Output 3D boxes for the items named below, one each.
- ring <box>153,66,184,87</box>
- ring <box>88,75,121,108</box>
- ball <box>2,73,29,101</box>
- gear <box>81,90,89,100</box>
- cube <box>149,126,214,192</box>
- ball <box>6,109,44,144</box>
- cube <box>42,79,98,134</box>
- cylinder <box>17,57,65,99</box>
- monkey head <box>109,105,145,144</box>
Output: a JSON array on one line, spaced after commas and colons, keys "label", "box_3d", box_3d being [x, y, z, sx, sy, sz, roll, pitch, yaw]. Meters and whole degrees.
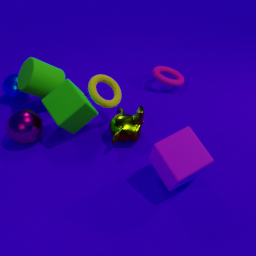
[{"label": "ring", "box_3d": [1.561, -2.002, 10.815, 1.286, 0.257, 1.286, 13, 36, -10]}, {"label": "ring", "box_3d": [-0.703, -1.140, 8.651, 1.131, 0.226, 1.131, 16, 59, -29]}, {"label": "ball", "box_3d": [-3.995, -1.471, 10.065, 0.966, 0.966, 0.966, 0, 39, 0]}, {"label": "gear", "box_3d": [-2.081, -0.958, 9.977, 1.349, 0.249, 1.349, 0, 39, 0]}, {"label": "cube", "box_3d": [1.244, 0.770, 6.821, 1.019, 1.019, 1.019, -27, 69, -15]}, {"label": "ball", "box_3d": [-3.022, -0.041, 8.224, 1.037, 1.037, 1.037, 0, 39, 0]}, {"label": "cube", "box_3d": [-1.685, -0.606, 8.232, 1.011, 1.011, 1.011, -39, 69, 1]}, {"label": "cylinder", "box_3d": [-2.891, -1.601, 9.343, 1.150, 1.150, 1.150, 18, 22, -43]}, {"label": "monkey head", "box_3d": [-0.041, -0.172, 8.267, 0.988, 1.180, 1.640, 12, 37, -4]}]
